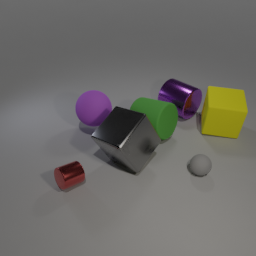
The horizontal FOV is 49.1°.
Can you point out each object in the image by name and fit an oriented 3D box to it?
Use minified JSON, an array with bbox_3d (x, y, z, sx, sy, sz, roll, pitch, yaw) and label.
[{"bbox_3d":[2.353,1.193,9.072,0.700,0.700,0.700,0,33,0],"label":"ball"},{"bbox_3d":[2.259,-1.282,12.209,1.400,1.400,1.400,-28,44,-36],"label":"cylinder"},{"bbox_3d":[0.964,-0.386,10.738,1.400,1.400,1.400,17,35,38],"label":"cylinder"},{"bbox_3d":[3.729,-0.631,11.026,1.400,1.400,1.400,8,43,8],"label":"cube"},{"bbox_3d":[-0.037,0.346,9.156,1.400,1.400,1.400,18,63,43],"label":"cube"},{"bbox_3d":[-1.786,1.436,8.552,0.700,0.700,0.700,-18,36,-38],"label":"cylinder"},{"bbox_3d":[-1.319,-0.755,10.802,1.400,1.400,1.400,0,33,0],"label":"ball"}]
